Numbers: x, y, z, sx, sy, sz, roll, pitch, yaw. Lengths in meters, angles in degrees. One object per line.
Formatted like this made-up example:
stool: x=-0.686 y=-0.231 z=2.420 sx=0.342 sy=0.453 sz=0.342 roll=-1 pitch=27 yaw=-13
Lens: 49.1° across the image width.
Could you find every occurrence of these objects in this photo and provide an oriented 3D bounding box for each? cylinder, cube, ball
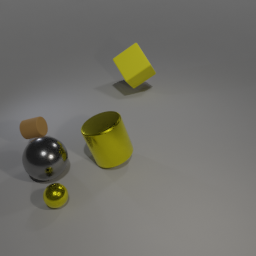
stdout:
cylinder: x=-3.316 y=-0.001 z=9.877 sx=0.700 sy=0.700 sz=0.700 roll=-12 pitch=30 yaw=14
cube: x=0.343 y=-3.041 z=13.850 sx=1.400 sy=1.400 sz=1.400 roll=-33 pitch=76 yaw=11
ball: x=-2.603 y=0.956 z=8.857 sx=1.400 sy=1.400 sz=1.400 roll=0 pitch=33 yaw=0
ball: x=-2.054 y=1.918 z=7.966 sx=0.700 sy=0.700 sz=0.700 roll=0 pitch=33 yaw=0
cylinder: x=-0.682 y=0.372 z=9.412 sx=1.400 sy=1.400 sz=1.400 roll=-16 pitch=31 yaw=10
